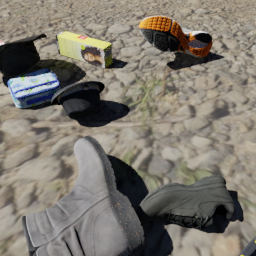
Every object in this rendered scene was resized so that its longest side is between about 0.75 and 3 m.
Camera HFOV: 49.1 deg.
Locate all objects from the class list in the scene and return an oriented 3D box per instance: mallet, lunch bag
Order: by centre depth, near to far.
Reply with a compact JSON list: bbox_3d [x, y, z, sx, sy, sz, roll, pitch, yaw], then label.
[{"bbox_3d":[2.522,1.957,5.354,1.663,0.342,0.548,-26,48,-21],"label":"mallet"},{"bbox_3d":[-2.844,-1.220,8.629,1.463,0.603,1.176,-19,48,-19],"label":"lunch bag"}]

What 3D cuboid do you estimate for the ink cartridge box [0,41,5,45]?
[{"bbox_3d":[-4.822,-2.836,10.551,0.677,0.392,1.162,-28,49,-28],"label":"ink cartridge box"}]

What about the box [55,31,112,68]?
[{"bbox_3d":[-1.637,-2.923,10.344,2.184,0.822,0.547,21,46,23],"label":"box"}]

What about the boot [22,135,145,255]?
[{"bbox_3d":[-1.125,1.409,5.433,1.958,1.038,2.974,-19,42,-16],"label":"boot"}]

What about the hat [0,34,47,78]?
[{"bbox_3d":[-3.665,-2.243,9.179,2.455,0.990,2.455,-17,19,6],"label":"hat"}]

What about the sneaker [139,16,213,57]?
[{"bbox_3d":[1.564,-3.256,10.175,2.923,1.107,1.345,10,16,-28],"label":"sneaker"}]

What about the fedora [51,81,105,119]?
[{"bbox_3d":[-1.285,-0.703,7.805,1.595,1.595,0.728,-18,81,-19],"label":"fedora"}]

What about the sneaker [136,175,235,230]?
[{"bbox_3d":[1.172,1.552,5.480,2.027,0.770,0.920,-12,50,-10],"label":"sneaker"}]
